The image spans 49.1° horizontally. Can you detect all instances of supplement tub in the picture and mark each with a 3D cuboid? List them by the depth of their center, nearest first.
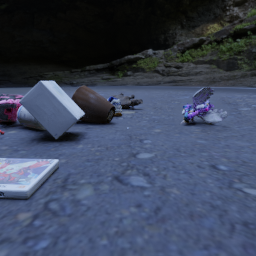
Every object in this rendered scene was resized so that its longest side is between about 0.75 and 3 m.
[{"bbox_3d":[-3.480,-0.438,10.702,1.417,0.935,0.935,9,14,37],"label":"supplement tub"}]

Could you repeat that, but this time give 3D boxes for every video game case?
[{"bbox_3d":[-2.360,0.924,5.480,1.552,0.196,1.703,1,11,4],"label":"video game case"}]

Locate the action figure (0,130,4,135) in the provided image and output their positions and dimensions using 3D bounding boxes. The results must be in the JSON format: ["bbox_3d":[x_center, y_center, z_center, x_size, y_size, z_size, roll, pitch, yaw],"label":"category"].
[{"bbox_3d":[-4.701,0.142,9.580,0.890,0.230,0.291,3,15,-11],"label":"action figure"}]

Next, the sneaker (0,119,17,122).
[{"bbox_3d":[-5.480,-0.903,12.602,0.966,1.166,2.446,-2,12,-20],"label":"sneaker"}]

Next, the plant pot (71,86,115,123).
[{"bbox_3d":[-1.425,-0.841,12.053,1.629,1.523,1.523,22,17,17],"label":"plant pot"}]

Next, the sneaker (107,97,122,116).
[{"bbox_3d":[-0.838,-1.191,14.681,0.805,0.943,2.139,-7,12,-26],"label":"sneaker"}]

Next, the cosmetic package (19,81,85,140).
[{"bbox_3d":[-2.411,-0.649,9.237,1.004,1.628,1.633,-42,8,7],"label":"cosmetic package"}]

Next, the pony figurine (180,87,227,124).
[{"bbox_3d":[3.080,-0.780,11.978,1.818,1.568,1.883,-30,4,20],"label":"pony figurine"}]

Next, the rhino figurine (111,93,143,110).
[{"bbox_3d":[-0.116,-1.616,17.291,2.668,0.798,1.167,13,27,43],"label":"rhino figurine"}]

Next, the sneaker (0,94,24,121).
[{"bbox_3d":[-4.164,-0.983,11.884,2.830,1.118,1.350,3,28,-33],"label":"sneaker"}]
